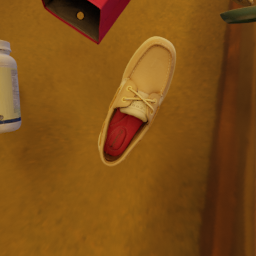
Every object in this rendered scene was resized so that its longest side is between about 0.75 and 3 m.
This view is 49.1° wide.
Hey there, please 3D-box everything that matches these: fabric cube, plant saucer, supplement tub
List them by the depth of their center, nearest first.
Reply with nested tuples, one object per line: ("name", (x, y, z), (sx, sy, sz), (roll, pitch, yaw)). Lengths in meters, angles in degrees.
("fabric cube", (-0.671, -2.602, 4.965), (1.323, 1.348, 1.344), (33, 79, -2))
("plant saucer", (2.546, -2.158, 5.307), (1.537, 0.211, 1.537), (-6, 15, 1))
("supplement tub", (-2.967, -0.833, 5.789), (1.326, 1.326, 1.830), (-2, 99, -1))

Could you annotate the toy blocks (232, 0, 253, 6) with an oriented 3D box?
("toy blocks", (2.804, -3.725, 5.979), (0.631, 1.448, 1.737), (32, 104, 21))

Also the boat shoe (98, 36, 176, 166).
("boat shoe", (0.117, -0.271, 3.779), (0.697, 1.890, 0.654), (21, 22, -8))
